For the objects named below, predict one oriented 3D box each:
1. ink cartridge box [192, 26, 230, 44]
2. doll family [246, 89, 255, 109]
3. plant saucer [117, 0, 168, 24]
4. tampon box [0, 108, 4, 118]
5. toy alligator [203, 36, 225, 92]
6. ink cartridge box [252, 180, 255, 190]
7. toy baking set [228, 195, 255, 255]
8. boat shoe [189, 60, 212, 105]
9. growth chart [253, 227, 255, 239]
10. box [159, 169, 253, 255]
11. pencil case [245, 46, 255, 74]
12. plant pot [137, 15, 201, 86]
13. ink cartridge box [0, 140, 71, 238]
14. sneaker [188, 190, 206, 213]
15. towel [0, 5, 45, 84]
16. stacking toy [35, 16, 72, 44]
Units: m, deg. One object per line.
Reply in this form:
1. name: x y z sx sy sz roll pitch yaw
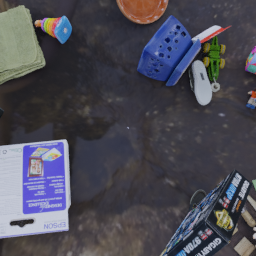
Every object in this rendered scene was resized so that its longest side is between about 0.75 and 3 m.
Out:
1. ink cartridge box: 2.550 -2.997 8.979 0.976 1.201 0.343 -33 96 -10
2. doll family: 4.432 -0.859 8.591 1.409 0.635 0.874 31 75 9
3. plant saucer: 0.472 -4.520 9.433 1.936 0.313 1.936 -6 105 -22
4. tampon box: -5.052 -0.009 7.675 1.572 1.866 2.490 23 74 7
5. toy alligator: 2.738 -2.027 9.063 0.644 0.467 1.942 7 77 0
6. ink cartridge box: 4.743 1.661 7.814 2.082 0.617 1.081 -15 74 -4
7. toy baking set: 3.238 2.535 7.730 1.490 0.226 1.941 22 75 5
8. boat shoe: 2.247 -1.365 8.837 0.537 0.484 1.519 4 67 -16
9. growth chart: 3.794 3.137 7.442 0.881 0.108 1.218 -14 84 -19
10. box: 1.509 1.900 5.538 0.506 2.198 1.747 42 122 15
11. pencil case: 4.784 -1.896 8.740 2.065 0.913 0.913 20 74 11
12. plant pot: 1.290 -2.230 8.637 1.325 1.474 1.474 35 76 3
13. ink cartridge box: -2.884 1.684 7.834 2.503 0.548 2.526 -5 71 -1
14. sneaker: 1.911 2.254 7.618 0.454 0.645 1.215 22 74 7
15. towel: -3.910 -2.789 9.287 1.897 0.467 2.557 -20 75 -5
16. stacking toy: -2.632 -3.445 9.464 1.288 0.707 0.748 21 76 19
